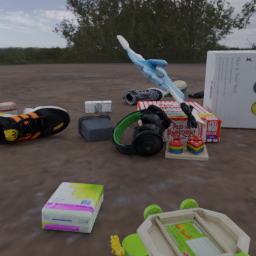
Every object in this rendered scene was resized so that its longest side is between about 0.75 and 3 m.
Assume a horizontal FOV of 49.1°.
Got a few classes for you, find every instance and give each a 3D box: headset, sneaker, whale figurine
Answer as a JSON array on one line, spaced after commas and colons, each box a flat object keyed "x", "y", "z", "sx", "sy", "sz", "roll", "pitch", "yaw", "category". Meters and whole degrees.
[{"x": 0.480, "y": -0.066, "z": 6.084, "sx": 2.042, "sy": 0.959, "sz": 1.261, "roll": -5, "pitch": 42, "yaw": 32, "category": "headset"}, {"x": 0.589, "y": -1.288, "z": 11.755, "sx": 1.738, "sy": 0.656, "sz": 0.989, "roll": 1, "pitch": 15, "yaw": 26, "category": "sneaker"}, {"x": 2.304, "y": -1.833, "z": 13.924, "sx": 1.313, "sy": 0.681, "sz": 1.044, "roll": -27, "pitch": 28, "yaw": -6, "category": "whale figurine"}, {"x": -2.595, "y": 0.029, "z": 6.948, "sx": 2.286, "sy": 0.800, "sz": 1.029, "roll": -6, "pitch": 23, "yaw": -5, "category": "sneaker"}]

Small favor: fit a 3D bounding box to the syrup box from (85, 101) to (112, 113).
[{"x": -1.094, "y": -0.786, "z": 10.383, "sx": 0.961, "sy": 0.378, "sz": 0.391, "roll": -2, "pitch": 16, "yaw": -6, "category": "syrup box"}]

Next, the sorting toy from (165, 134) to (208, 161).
[{"x": 1.311, "y": 0.401, "z": 6.290, "sx": 0.899, "sy": 0.313, "sz": 0.893, "roll": 3, "pitch": 16, "yaw": 10, "category": "sorting toy"}]

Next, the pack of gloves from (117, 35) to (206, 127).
[{"x": 0.886, "y": -1.385, "z": 6.931, "sx": 2.191, "sy": 0.515, "sz": 2.608, "roll": 33, "pitch": 20, "yaw": -30, "category": "pack of gloves"}]

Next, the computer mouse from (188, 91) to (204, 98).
[{"x": 3.403, "y": -1.557, "z": 13.477, "sx": 0.920, "sy": 0.242, "sz": 0.637, "roll": -18, "pitch": 22, "yaw": -21, "category": "computer mouse"}]

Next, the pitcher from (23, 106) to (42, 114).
[{"x": -2.760, "y": -0.406, "z": 8.943, "sx": 0.885, "sy": 0.537, "sz": 0.759, "roll": 5, "pitch": -2, "yaw": 32, "category": "pitcher"}]

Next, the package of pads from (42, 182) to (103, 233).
[{"x": -0.756, "y": 1.081, "z": 3.912, "sx": 0.678, "sy": 0.299, "sz": 0.878, "roll": 3, "pitch": 15, "yaw": 7, "category": "package of pads"}]

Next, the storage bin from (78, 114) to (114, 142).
[{"x": -0.784, "y": -0.004, "z": 7.314, "sx": 0.889, "sy": 0.647, "sz": 0.597, "roll": -7, "pitch": 27, "yaw": -24, "category": "storage bin"}]

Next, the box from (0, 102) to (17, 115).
[{"x": -4.251, "y": -0.561, "z": 9.391, "sx": 0.883, "sy": 0.481, "sz": 0.565, "roll": -14, "pitch": 21, "yaw": -40, "category": "box"}]

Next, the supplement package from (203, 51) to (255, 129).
[{"x": 3.988, "y": -1.280, "z": 8.736, "sx": 2.894, "sy": 2.196, "sz": 2.180, "roll": 2, "pitch": 16, "yaw": 9, "category": "supplement package"}]

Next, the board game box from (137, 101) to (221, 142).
[{"x": 1.285, "y": -0.254, "z": 8.067, "sx": 1.958, "sy": 0.598, "sz": 2.584, "roll": 0, "pitch": 16, "yaw": -1, "category": "board game box"}]

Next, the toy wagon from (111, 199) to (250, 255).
[{"x": 0.558, "y": 1.286, "z": 3.182, "sx": 1.536, "sy": 0.304, "sz": 1.192, "roll": -5, "pitch": 16, "yaw": -15, "category": "toy wagon"}]
